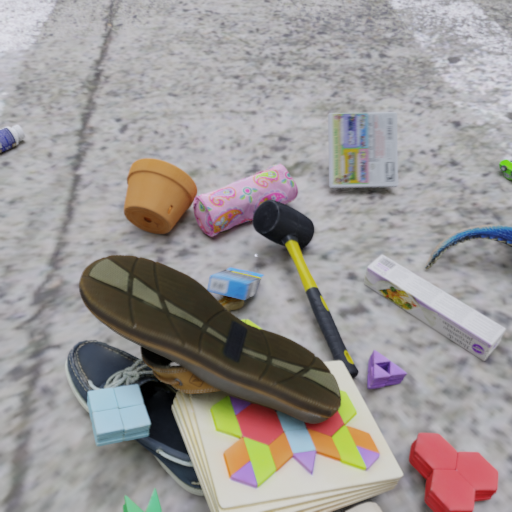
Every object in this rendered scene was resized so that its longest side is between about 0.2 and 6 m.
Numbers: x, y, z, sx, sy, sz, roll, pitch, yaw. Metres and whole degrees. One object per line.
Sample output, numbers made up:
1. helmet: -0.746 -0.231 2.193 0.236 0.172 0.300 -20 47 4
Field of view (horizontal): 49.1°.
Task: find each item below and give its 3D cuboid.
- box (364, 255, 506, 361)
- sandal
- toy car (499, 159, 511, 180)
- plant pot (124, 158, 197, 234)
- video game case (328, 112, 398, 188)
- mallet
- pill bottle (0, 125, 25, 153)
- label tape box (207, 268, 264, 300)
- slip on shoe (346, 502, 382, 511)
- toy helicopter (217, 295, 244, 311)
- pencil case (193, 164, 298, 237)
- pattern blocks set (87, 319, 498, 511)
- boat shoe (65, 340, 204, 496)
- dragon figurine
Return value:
1. box: 2.778 0.782 8.965 2.292 0.443 0.475 34 54 29
2. sandal: -0.646 1.159 6.902 3.510 0.958 1.434 27 27 -4
3. toy car: 5.517 -1.560 11.424 1.336 0.298 1.257 -28 51 -26
4. plant pot: -1.845 -1.023 10.282 1.319 1.319 0.923 12 62 12
5. video game case: 2.127 -2.106 11.169 1.353 1.487 0.164 -1 0 0
6. mallet: 0.966 0.496 9.134 1.083 0.677 3.288 13 44 -50
7. pill bottle: -5.516 -2.583 12.334 0.449 0.449 0.750 33 54 29
8. label tape box: -0.310 0.445 9.131 0.656 0.288 0.909 12 10 16
9. slip on shoe: 0.724 3.355 6.270 1.787 0.679 0.541 -10 39 -20
10. toy helicopter: -0.844 0.912 8.879 1.016 0.606 1.536 29 40 36
11. pencil case: -0.195 -1.078 10.520 1.986 0.868 0.868 -26 50 -22
12. pattern blocks set: 0.417 2.170 6.792 4.434 0.359 3.897 -12 43 -34
13. boat shoe: -1.496 1.941 7.402 2.930 0.906 1.097 37 53 27
14. dragon figurine: 5.332 -0.049 9.164 4.543 1.337 2.259 -8 45 -10
